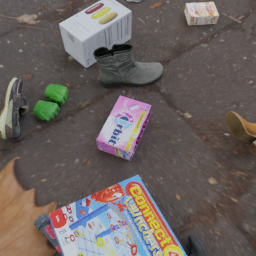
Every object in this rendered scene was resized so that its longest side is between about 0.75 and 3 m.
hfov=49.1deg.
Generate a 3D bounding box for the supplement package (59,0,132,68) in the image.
[{"bbox_3d":[-1.219,-3.871,11.224,2.527,1.384,1.437,-40,67,-22],"label":"supplement package"}]

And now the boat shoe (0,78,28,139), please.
[{"bbox_3d":[-3.867,-0.672,9.714,0.785,0.887,2.422,5,61,-11],"label":"boat shoe"}]

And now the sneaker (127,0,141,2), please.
[{"bbox_3d":[0.314,-6.153,13.223,0.791,0.314,0.292,-1,58,-2],"label":"sneaker"}]

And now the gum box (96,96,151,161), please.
[{"bbox_3d":[-0.075,-0.073,9.369,1.159,0.675,2.042,19,61,12],"label":"gum box"}]

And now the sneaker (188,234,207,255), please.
[{"bbox_3d":[1.769,3.570,7.306,0.681,0.570,1.500,-12,58,0],"label":"sneaker"}]

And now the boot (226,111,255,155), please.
[{"bbox_3d":[4.130,0.005,9.276,1.308,0.623,1.690,-25,74,-30],"label":"boot"}]

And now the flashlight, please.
[{"bbox_3d":[-2.003,2.940,7.722,1.382,0.470,0.468,41,42,22],"label":"flashlight"}]

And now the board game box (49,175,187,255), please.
[{"bbox_3d":[-0.279,2.939,7.207,2.670,0.762,2.727,-20,58,-23],"label":"board game box"}]

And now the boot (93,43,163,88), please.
[{"bbox_3d":[0.112,-2.300,10.110,2.598,1.697,0.880,-10,60,-6],"label":"boot"}]

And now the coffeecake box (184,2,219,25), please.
[{"bbox_3d":[3.265,-5.113,12.509,1.270,0.464,0.975,-5,59,-3],"label":"coffeecake box"}]

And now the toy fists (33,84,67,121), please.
[{"bbox_3d":[-2.682,-0.906,9.992,0.764,0.515,1.499,16,62,18],"label":"toy fists"}]
